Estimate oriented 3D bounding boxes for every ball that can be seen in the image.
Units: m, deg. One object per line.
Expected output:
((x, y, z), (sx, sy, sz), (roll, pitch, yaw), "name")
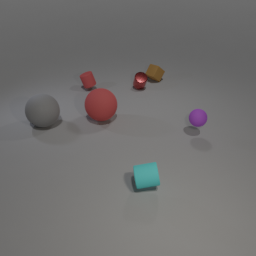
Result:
((2.701, -0.392, 10.799), (0.700, 0.700, 0.700), (0, 31, 0), "ball")
((-1.154, -0.995, 11.983), (1.400, 1.400, 1.400), (0, 31, 0), "ball")
((-3.553, -0.727, 11.657), (1.400, 1.400, 1.400), (0, 31, 0), "ball")

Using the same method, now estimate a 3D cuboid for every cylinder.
((0.657, -2.541, 15.081), (0.700, 0.700, 0.700), (3, 66, -7), "cylinder")
((0.555, 1.414, 8.350), (0.700, 0.700, 0.700), (-10, 31, 3), "cylinder")
((-2.143, -2.585, 15.014), (0.700, 0.700, 0.700), (-16, 28, 9), "cylinder")

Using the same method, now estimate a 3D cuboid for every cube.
((1.553, -3.177, 16.137), (0.700, 0.700, 0.700), (28, 2, 44), "cube")
